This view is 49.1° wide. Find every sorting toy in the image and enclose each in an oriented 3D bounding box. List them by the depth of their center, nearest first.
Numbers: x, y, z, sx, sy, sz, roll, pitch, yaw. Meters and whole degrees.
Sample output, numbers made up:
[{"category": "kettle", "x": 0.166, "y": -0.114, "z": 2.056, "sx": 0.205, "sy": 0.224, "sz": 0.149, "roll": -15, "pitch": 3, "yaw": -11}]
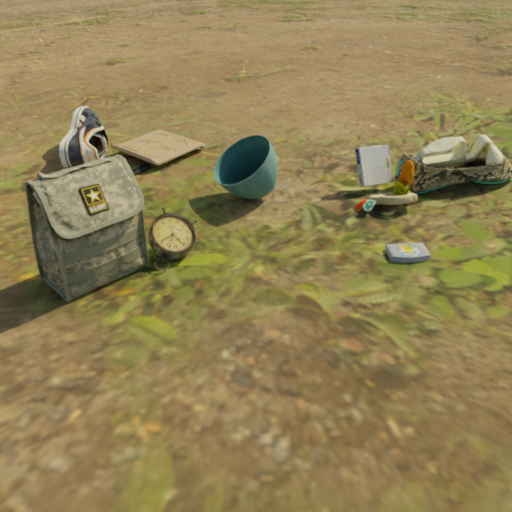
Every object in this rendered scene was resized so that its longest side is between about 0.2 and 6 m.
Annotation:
[{"category": "sorting toy", "x": -2.366, "y": -2.596, "z": 13.562, "sx": 1.592, "sy": 0.314, "sz": 1.720, "roll": 24, "pitch": 36, "yaw": 32}]

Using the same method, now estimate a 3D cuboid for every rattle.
[{"category": "rattle", "x": 2.551, "y": -1.356, "z": 11.074, "sx": 1.206, "sy": 0.861, "sz": 0.785, "roll": -3, "pitch": 29, "yaw": -5}]

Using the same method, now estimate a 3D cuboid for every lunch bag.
[{"category": "lunch bag", "x": -2.621, "y": -0.519, "z": 8.774, "sx": 1.573, "sy": 1.918, "sz": 1.128, "roll": -26, "pitch": 41, "yaw": -36}]

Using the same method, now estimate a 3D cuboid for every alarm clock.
[{"category": "alarm clock", "x": -1.480, "y": -0.230, "z": 9.587, "sx": 0.788, "sy": 0.389, "sz": 1.168, "roll": 22, "pitch": 54, "yaw": -10}]

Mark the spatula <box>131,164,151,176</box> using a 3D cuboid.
[{"category": "spatula", "x": -2.954, "y": -1.765, "z": 12.277, "sx": 0.488, "sy": 0.178, "sz": 1.728, "roll": 36, "pitch": 38, "yaw": 19}]

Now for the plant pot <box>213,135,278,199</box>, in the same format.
[{"category": "plant pot", "x": -0.079, "y": -1.663, "z": 11.359, "sx": 1.312, "sy": 0.883, "sz": 1.312, "roll": -20, "pitch": 46, "yaw": 22}]

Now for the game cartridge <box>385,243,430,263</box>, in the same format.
[{"category": "game cartridge", "x": 2.632, "y": -0.051, "z": 9.712, "sx": 0.700, "sy": 0.142, "sz": 0.467, "roll": -3, "pitch": 36, "yaw": -4}]

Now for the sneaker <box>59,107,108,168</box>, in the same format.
[{"category": "sneaker", "x": -3.960, "y": -2.838, "z": 13.383, "sx": 0.907, "sy": 0.896, "sz": 2.285, "roll": -4, "pitch": 43, "yaw": 1}]

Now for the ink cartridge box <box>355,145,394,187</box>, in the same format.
[{"category": "ink cartridge box", "x": 2.487, "y": -1.896, "z": 11.792, "sx": 0.825, "sy": 0.810, "sz": 0.179, "roll": -11, "pitch": 5, "yaw": -29}]

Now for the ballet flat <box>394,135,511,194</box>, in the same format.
[{"category": "ballet flat", "x": 4.332, "y": -1.998, "z": 11.832, "sx": 2.945, "sy": 1.109, "sz": 0.999, "roll": -9, "pitch": 37, "yaw": -14}]
